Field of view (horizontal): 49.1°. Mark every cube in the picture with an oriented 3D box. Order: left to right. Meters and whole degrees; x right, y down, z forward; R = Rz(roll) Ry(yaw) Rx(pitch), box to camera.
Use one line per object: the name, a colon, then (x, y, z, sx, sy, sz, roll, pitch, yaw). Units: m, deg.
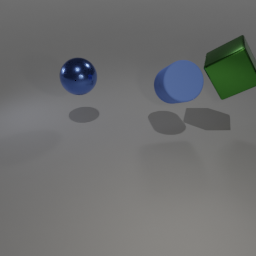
cube: (3.613, -2.089, 9.702, 1.400, 1.400, 1.400, -23, 23, 32)

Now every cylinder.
cylinder: (1.757, -1.590, 9.958, 1.400, 1.400, 1.400, -5, 3, -8)

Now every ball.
ball: (-1.866, -1.940, 10.575, 1.400, 1.400, 1.400, 0, 30, 0)
